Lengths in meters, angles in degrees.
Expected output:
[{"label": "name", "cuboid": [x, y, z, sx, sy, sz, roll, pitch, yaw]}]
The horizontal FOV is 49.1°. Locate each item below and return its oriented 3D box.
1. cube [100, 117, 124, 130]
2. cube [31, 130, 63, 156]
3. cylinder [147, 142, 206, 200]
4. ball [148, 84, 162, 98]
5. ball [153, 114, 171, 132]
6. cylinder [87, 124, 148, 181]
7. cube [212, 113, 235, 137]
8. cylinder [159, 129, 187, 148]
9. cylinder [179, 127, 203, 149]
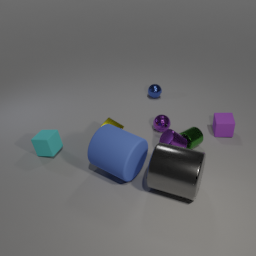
[{"label": "cube", "cuboid": [-0.678, 0.173, 10.438, 0.700, 0.700, 0.700, 30, 37, 5]}, {"label": "cube", "cuboid": [-2.850, 0.525, 9.910, 0.700, 0.700, 0.700, -1, 30, 21]}, {"label": "cylinder", "cuboid": [1.423, 1.241, 8.194, 1.400, 1.400, 1.400, 13, 34, 20]}, {"label": "ball", "cuboid": [1.333, -1.837, 13.925, 0.700, 0.700, 0.700, 0, 31, 0]}, {"label": "ball", "cuboid": [1.357, -0.193, 11.241, 0.700, 0.700, 0.700, 0, 31, 0]}, {"label": "cylinder", "cuboid": [-0.303, 0.752, 8.771, 1.400, 1.400, 1.400, 23, 38, 25]}, {"label": "cube", "cuboid": [3.743, -0.125, 10.987, 0.700, 0.700, 0.700, 0, 40, 8]}, {"label": "cylinder", "cuboid": [1.569, 0.483, 9.736, 0.700, 0.700, 0.700, 29, 20, -28]}, {"label": "cylinder", "cuboid": [2.279, 0.388, 10.280, 0.700, 0.700, 0.700, -24, 39, -34]}]
